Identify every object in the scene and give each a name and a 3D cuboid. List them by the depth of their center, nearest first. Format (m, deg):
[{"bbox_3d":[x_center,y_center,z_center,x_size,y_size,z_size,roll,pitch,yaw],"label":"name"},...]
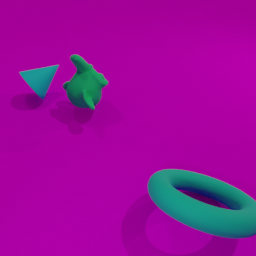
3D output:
[{"bbox_3d":[1.297,1.212,4.803,1.969,0.394,1.969,14,9,-2],"label":"ring"},{"bbox_3d":[-1.231,-1.161,7.321,1.083,1.293,1.797,-49,39,-5],"label":"monkey head"},{"bbox_3d":[-2.381,-1.506,8.048,0.991,0.987,0.987,-40,49,-5],"label":"cone"}]
